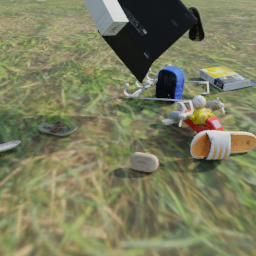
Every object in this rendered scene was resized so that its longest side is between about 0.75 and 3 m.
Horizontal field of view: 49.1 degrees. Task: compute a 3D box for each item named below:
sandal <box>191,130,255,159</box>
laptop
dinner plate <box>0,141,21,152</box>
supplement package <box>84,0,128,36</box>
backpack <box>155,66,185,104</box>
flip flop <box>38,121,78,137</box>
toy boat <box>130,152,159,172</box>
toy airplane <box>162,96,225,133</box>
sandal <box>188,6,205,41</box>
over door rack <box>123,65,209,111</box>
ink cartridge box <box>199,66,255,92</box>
[{"bbox_3d":[2.773,0.455,7.778,2.082,0.798,0.597,-5,12,-11],"label":"sandal"},{"bbox_3d":[0.408,-3.247,8.977,2.533,2.705,1.568,51,20,4],"label":"laptop"},{"bbox_3d":[-3.570,0.557,8.176,0.867,0.105,0.867,-13,13,3],"label":"dinner plate"},{"bbox_3d":[-0.561,-2.979,7.205,0.589,1.004,0.587,-23,-7,-46],"label":"supplement package"},{"bbox_3d":[1.680,-1.785,11.002,1.032,1.270,1.066,21,38,32],"label":"backpack"},{"bbox_3d":[-2.280,-0.023,9.029,1.333,0.384,0.541,8,33,13],"label":"flip flop"},{"bbox_3d":[0.460,0.911,7.571,0.755,0.493,0.493,9,4,14],"label":"toy boat"},{"bbox_3d":[2.132,-0.468,8.884,1.834,1.300,1.842,9,34,16],"label":"toy airplane"},{"bbox_3d":[2.054,-3.091,8.331,0.507,1.276,0.364,11,61,24],"label":"sandal"},{"bbox_3d":[1.590,-1.720,11.206,2.936,0.978,2.169,18,37,26],"label":"over door rack"},{"bbox_3d":[4.509,-2.298,12.652,1.861,0.437,1.839,-14,34,-17],"label":"ink cartridge box"}]
